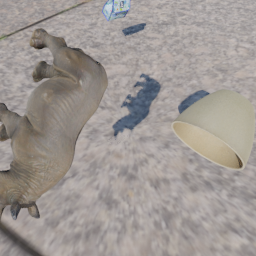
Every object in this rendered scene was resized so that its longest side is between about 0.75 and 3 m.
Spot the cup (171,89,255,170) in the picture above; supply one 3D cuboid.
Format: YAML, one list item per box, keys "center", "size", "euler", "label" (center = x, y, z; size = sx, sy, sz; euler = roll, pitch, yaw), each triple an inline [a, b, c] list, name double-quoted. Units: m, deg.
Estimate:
- center: [1.315, -0.061, 3.990]
  size: [1.145, 1.145, 0.819]
  euler: [30, 78, 28]
  label: "cup"

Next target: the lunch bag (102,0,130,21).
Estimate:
- center: [-0.344, -3.979, 9.144]
  size: [0.732, 0.861, 0.548]
  euler: [-26, 78, -31]
  label: "lunch bag"

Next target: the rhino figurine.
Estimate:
- center: [-0.886, 0.080, 2.694]
  size: [0.897, 0.613, 2.050]
  euler: [22, 77, 10]
  label: "rhino figurine"
